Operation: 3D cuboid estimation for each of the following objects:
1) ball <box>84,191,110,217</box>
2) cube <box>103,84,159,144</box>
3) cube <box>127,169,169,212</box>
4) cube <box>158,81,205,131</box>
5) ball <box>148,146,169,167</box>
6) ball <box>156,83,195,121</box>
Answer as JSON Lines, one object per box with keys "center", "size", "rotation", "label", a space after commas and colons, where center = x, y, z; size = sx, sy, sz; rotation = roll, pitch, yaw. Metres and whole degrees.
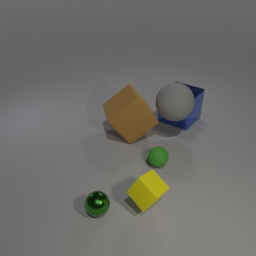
{"center": [-0.852, 2.091, 7.752], "size": [0.700, 0.700, 0.700], "rotation": [0, 33, 0], "label": "ball"}
{"center": [0.079, -0.553, 10.717], "size": [1.400, 1.400, 1.400], "rotation": [-37, 33, 10], "label": "cube"}
{"center": [0.541, 1.678, 7.571], "size": [0.700, 0.700, 0.700], "rotation": [47, 34, 18], "label": "cube"}
{"center": [2.240, -0.972, 11.907], "size": [1.400, 1.400, 1.400], "rotation": [22, 39, 30], "label": "cube"}
{"center": [1.019, 0.971, 9.443], "size": [0.700, 0.700, 0.700], "rotation": [0, 33, 0], "label": "ball"}
{"center": [1.708, -0.948, 10.217], "size": [1.400, 1.400, 1.400], "rotation": [0, 33, 0], "label": "ball"}
